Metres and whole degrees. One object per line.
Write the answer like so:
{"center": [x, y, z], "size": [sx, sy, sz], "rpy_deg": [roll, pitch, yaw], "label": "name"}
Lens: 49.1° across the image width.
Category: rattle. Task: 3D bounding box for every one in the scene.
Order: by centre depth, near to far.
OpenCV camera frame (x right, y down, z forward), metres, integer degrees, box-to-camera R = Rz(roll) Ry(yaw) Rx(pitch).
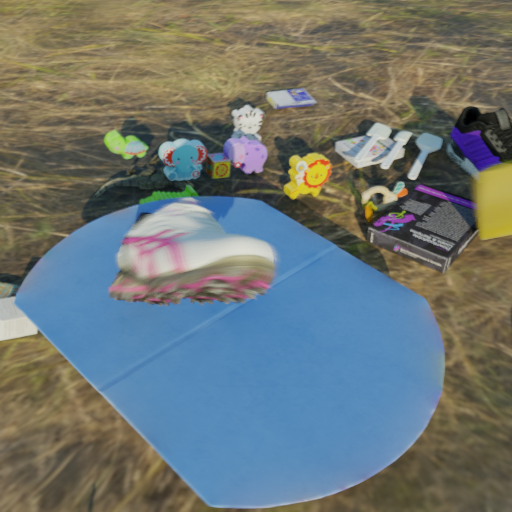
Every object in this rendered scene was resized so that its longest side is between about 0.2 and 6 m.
{"center": [2.570, -1.065, 11.027], "size": [0.929, 0.605, 0.663], "rpy_deg": [-7, 22, 5], "label": "rattle"}

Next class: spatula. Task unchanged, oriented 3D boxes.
{"center": [3.273, -2.482, 12.902], "size": [1.723, 0.199, 2.478], "rpy_deg": [22, 38, 15], "label": "spatula"}

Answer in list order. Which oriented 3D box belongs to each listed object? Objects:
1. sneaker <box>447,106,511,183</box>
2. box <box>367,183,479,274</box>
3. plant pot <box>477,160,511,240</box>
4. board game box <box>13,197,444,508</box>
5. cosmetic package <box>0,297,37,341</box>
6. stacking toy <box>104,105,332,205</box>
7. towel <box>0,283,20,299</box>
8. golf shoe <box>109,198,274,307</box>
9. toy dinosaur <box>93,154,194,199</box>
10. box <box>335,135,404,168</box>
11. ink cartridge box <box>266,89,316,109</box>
{"center": [5.207, -2.372, 12.098], "size": [1.021, 1.461, 2.938], "rpy_deg": [-12, 38, -16], "label": "sneaker"}
{"center": [3.335, -0.598, 10.669], "size": [1.564, 0.395, 2.187], "rpy_deg": [26, 43, 31], "label": "box"}
{"center": [4.636, -1.106, 9.914], "size": [1.312, 1.158, 1.313], "rpy_deg": [-13, 7, 40], "label": "plant pot"}
{"center": [-0.312, 1.074, 7.992], "size": [5.707, 1.111, 4.509], "rpy_deg": [34, 43, 30], "label": "board game box"}
{"center": [-3.634, 0.926, 8.471], "size": [0.544, 0.453, 0.455], "rpy_deg": [-9, 47, -34], "label": "cosmetic package"}
{"center": [-0.893, -2.126, 11.872], "size": [4.049, 0.951, 3.052], "rpy_deg": [-11, 38, -26], "label": "stacking toy"}
{"center": [-4.757, 0.834, 8.938], "size": [1.921, 0.208, 1.409], "rpy_deg": [5, 38, 6], "label": "towel"}
{"center": [-0.834, -0.098, 6.310], "size": [1.026, 1.301, 2.825], "rpy_deg": [13, -11, -37], "label": "golf shoe"}
{"center": [-2.431, -1.691, 12.061], "size": [2.119, 0.503, 0.934], "rpy_deg": [-7, 44, -3], "label": "toy dinosaur"}
{"center": [2.681, -2.515, 13.289], "size": [1.286, 0.265, 1.003], "rpy_deg": [-16, 40, -18], "label": "box"}
{"center": [0.987, -4.349, 15.715], "size": [1.112, 0.264, 1.126], "rpy_deg": [-9, 40, -14], "label": "ink cartridge box"}
